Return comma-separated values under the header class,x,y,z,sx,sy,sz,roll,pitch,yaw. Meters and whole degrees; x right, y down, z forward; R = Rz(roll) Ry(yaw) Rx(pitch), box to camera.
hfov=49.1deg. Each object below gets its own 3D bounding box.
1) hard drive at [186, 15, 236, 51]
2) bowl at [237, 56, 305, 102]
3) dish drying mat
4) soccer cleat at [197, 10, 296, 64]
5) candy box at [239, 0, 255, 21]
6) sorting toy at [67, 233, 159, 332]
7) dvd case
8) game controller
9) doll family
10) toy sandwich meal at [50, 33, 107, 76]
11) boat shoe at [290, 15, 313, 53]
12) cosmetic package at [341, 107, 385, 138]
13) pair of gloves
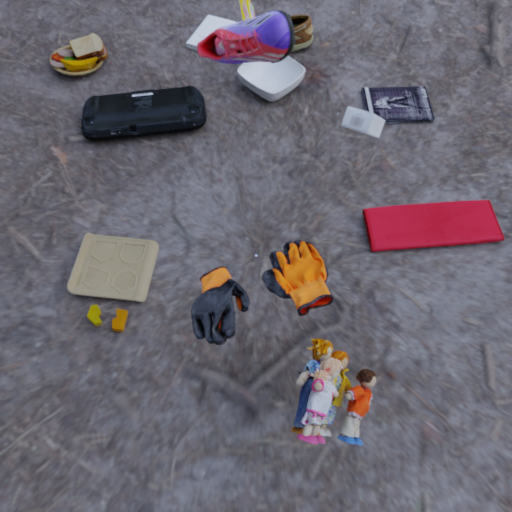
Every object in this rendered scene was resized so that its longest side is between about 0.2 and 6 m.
class,x,y,z,sx,sy,sz,roll,pitch,yaw
hard drive,-1.224,-6.095,15.449,0.910,0.184,1.379,20,60,13
bowl,0.379,-4.522,14.230,1.400,0.523,1.402,39,64,22
dish drying mat,3.722,-0.645,11.890,2.801,0.255,1.076,-4,58,-4
soccer cleat,-0.219,-4.168,10.949,0.985,0.918,2.691,-20,22,-25
candy box,-0.179,-5.375,12.450,0.226,1.712,0.875,-6,95,7
sorting toy,-2.895,0.514,11.147,1.547,0.278,2.077,8,57,0
dvd case,3.515,-3.769,13.972,1.643,0.131,1.222,-1,57,-1
game controller,-2.731,-3.492,13.622,2.996,0.631,1.563,-7,43,-5
doll family,0.926,1.826,7.716,0.928,2.059,1.278,10,79,33
toy sandwich meal,-4.652,-5.271,14.635,1.521,0.521,1.521,3,52,-3
boat shoe,0.305,-5.927,14.888,2.522,0.931,0.954,-13,58,-8
cosmetic package,1.853,-2.288,9.628,0.503,0.367,0.990,23,17,17
pair of gloves,0.012,0.464,8.298,2.133,0.264,1.901,-22,30,5
